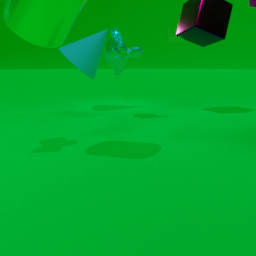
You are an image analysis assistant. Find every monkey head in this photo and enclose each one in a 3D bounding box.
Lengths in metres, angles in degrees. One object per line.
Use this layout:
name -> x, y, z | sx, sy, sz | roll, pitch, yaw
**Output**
monkey head -> -0.172, -2.270, 8.452 | 1.023, 1.423, 0.857 | -9, 19, -13

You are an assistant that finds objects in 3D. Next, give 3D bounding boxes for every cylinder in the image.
cylinder -> -1.289, -2.003, 4.411 | 1.041, 1.041, 1.041 | 25, 40, -23

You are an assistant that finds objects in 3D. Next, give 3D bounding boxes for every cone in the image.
cone -> -1.296, -2.908, 10.097 | 1.648, 1.654, 1.648 | 42, 9, -8

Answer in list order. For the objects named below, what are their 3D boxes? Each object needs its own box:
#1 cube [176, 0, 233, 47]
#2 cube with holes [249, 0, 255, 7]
cube -> 2.455, -3.487, 9.096 | 1.173, 1.173, 1.173 | 14, -3, -21
cube with holes -> 3.318, -3.249, 5.664 | 1.195, 1.195, 1.195 | -36, 41, -9
